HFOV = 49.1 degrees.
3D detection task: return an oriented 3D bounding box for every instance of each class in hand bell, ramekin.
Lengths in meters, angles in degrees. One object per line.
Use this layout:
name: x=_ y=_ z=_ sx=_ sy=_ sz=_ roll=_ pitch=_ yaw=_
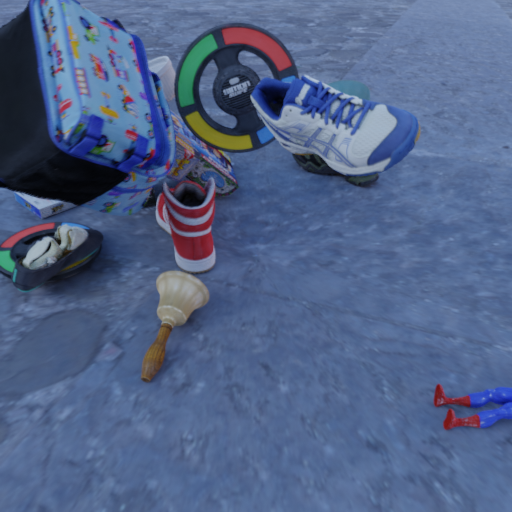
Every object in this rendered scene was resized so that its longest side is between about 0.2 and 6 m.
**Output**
hand bell: x=-1.526 y=1.267 z=9.340 sx=0.984 sy=0.984 sz=1.889 roll=8 pitch=48 yaw=12
ramekin: x=-2.242 y=-3.576 z=11.882 sx=1.294 sy=0.679 sz=1.294 roll=-21 pitch=35 yaw=16

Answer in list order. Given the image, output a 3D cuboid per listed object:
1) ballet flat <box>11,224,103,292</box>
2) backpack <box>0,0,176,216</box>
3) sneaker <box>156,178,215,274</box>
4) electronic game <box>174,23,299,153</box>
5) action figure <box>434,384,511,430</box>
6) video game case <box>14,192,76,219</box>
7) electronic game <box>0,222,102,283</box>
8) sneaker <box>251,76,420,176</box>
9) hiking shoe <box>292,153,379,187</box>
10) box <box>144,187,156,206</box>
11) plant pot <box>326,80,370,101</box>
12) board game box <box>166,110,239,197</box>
ballet flat: x=-3.763 y=-0.127 z=10.751 sx=0.787 sy=0.787 sz=2.153 roll=19 pitch=40 yaw=26
backpack: x=-2.680 y=-2.387 z=9.822 sx=2.350 sy=3.189 sz=3.493 roll=-22 pitch=-20 yaw=28
sneaker: x=-1.528 y=-1.151 z=11.862 sx=1.092 sy=1.725 sz=3.067 roll=-11 pitch=35 yaw=-16
electronic game: x=-0.369 y=-3.270 z=11.087 sx=2.493 sy=2.493 sz=0.519 roll=-3 pitch=25 yaw=-4
action figure: x=3.869 y=1.893 z=7.971 sx=2.348 sy=1.162 sz=0.766 roll=0 pitch=34 yaw=-4
video game case: x=-4.979 y=-1.427 z=13.553 sx=1.320 sy=0.300 sz=1.196 roll=29 pitch=44 yaw=36
electronic game: x=-4.251 y=-0.119 z=11.499 sx=2.103 sy=0.438 sz=2.103 roll=0 pitch=35 yaw=0
sneaker: x=1.058 y=-2.138 z=8.827 sx=3.070 sy=1.353 sz=1.156 roll=20 pitch=78 yaw=47
hiking shoe: x=2.091 y=-2.773 z=14.653 sx=2.570 sy=1.294 sz=0.973 roll=22 pitch=40 yaw=29
box: x=-3.110 y=-2.117 z=13.275 sx=1.062 sy=1.708 sz=1.269 roll=-14 pitch=36 yaw=-12
plant pot: x=2.573 y=-4.225 z=16.738 sx=1.762 sy=1.762 sz=1.187 roll=-2 pitch=73 yaw=-3
board game box: x=-1.705 y=-2.419 z=13.645 sx=2.630 sy=0.811 sz=2.628 roll=35 pitch=20 yaw=-27
